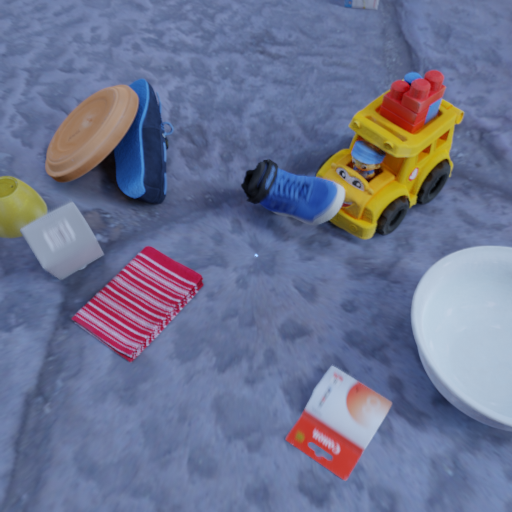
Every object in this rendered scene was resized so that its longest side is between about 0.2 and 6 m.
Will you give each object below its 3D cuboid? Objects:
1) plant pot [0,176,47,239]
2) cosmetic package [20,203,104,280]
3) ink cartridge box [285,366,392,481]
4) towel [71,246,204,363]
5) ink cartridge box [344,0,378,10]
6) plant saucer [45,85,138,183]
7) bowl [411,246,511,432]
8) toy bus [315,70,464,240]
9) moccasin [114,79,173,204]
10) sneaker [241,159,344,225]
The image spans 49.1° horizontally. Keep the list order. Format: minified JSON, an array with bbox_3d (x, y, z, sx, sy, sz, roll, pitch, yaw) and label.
[{"bbox_3d":[-4.756,-1.047,10.811,1.168,0.829,1.168,0,53,0],"label":"plant pot"},{"bbox_3d":[-3.219,-0.198,9.484,0.956,1.790,0.807,-32,92,-16],"label":"cosmetic package"},{"bbox_3d":[1.250,2.487,8.495,1.100,0.340,1.356,30,56,21],"label":"ink cartridge box"},{"bbox_3d":[-2.042,0.758,9.850,1.438,0.224,1.989,29,59,21],"label":"towel"},{"bbox_3d":[2.977,-7.368,15.613,0.917,0.672,0.669,8,54,5],"label":"ink cartridge box"},{"bbox_3d":[-3.437,-2.575,11.429,2.445,0.395,2.445,-24,45,26],"label":"plant saucer"},{"bbox_3d":[3.776,1.440,8.618,3.049,1.370,3.049,0,53,-1],"label":"bowl"},{"bbox_3d":[2.492,-2.065,10.432,2.811,2.699,1.908,-37,63,-23],"label":"toy bus"},{"bbox_3d":[-2.377,-2.310,11.661,1.176,0.997,2.924,-17,61,30],"label":"moccasin"},{"bbox_3d":[0.532,-1.193,10.099,2.164,1.204,0.830,17,82,58],"label":"sneaker"}]
